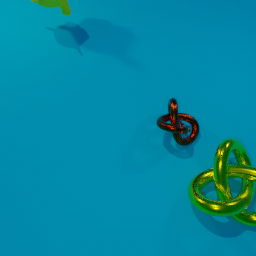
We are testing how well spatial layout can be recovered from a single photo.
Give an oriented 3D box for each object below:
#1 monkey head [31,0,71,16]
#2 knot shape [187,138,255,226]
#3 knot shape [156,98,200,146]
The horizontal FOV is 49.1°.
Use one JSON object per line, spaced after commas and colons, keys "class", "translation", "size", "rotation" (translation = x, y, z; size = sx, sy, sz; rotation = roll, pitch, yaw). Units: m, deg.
{"class": "monkey head", "translation": [-2.216, -3.764, 8.170], "size": [0.962, 1.148, 1.596], "rotation": [-36, 38, -27]}
{"class": "knot shape", "translation": [2.475, 1.336, 6.159], "size": [1.858, 0.918, 1.986], "rotation": [37, 70, 13]}
{"class": "knot shape", "translation": [1.226, -0.209, 7.050], "size": [1.253, 0.579, 1.172], "rotation": [19, 47, -40]}
